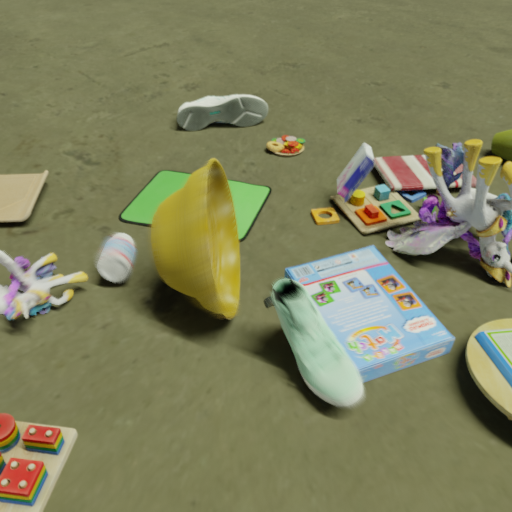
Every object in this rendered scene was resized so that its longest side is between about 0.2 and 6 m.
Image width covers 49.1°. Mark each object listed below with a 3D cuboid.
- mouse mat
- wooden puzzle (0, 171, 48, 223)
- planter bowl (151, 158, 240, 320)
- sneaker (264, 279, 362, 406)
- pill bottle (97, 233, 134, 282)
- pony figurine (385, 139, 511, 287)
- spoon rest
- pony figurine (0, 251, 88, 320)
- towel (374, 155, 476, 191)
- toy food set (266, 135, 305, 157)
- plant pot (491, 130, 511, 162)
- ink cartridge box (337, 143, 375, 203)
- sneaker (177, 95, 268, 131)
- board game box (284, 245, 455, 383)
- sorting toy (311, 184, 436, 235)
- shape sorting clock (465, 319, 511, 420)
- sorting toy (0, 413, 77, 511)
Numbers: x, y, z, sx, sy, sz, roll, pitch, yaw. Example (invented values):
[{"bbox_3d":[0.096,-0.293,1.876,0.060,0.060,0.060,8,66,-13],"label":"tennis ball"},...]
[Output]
[{"bbox_3d":[-1.379,-1.260,13.296,3.090,0.116,2.487,12,39,13],"label":"mouse mat"},{"bbox_3d":[-6.127,-1.308,13.166,2.186,0.407,2.022,-6,38,0],"label":"wooden puzzle"},{"bbox_3d":[-1.108,-0.243,9.907,1.175,2.821,2.821,-5,37,9],"label":"planter bowl"},{"bbox_3d":[0.820,1.271,8.586,0.780,1.251,2.120,-31,48,-5],"label":"sneaker"},{"bbox_3d":[-2.749,-0.009,11.127,0.608,0.608,1.118,-2,28,-3],"label":"pill bottle"},{"bbox_3d":[4.101,-0.871,11.155,2.287,2.746,2.651,-27,29,-20],"label":"pony figurine"},{"bbox_3d":[5.273,-0.552,11.192,0.806,1.321,2.658,-24,52,-36],"label":"spoon rest"},{"bbox_3d":[-4.204,0.502,10.255,1.574,1.358,1.631,29,31,19],"label":"pony figurine"},{"bbox_3d":[4.212,-2.082,14.113,2.261,0.257,1.628,-4,36,-8],"label":"towel"},{"bbox_3d":[0.838,-3.052,15.492,0.999,0.243,0.989,17,40,21],"label":"toy food set"},{"bbox_3d":[6.901,-2.904,14.771,1.192,1.115,1.115,16,38,40],"label":"plant pot"},{"bbox_3d":[2.208,-1.877,12.562,0.244,1.107,1.127,31,28,-9],"label":"ink cartridge box"},{"bbox_3d":[-1.016,-4.417,16.703,2.730,0.960,1.094,-5,35,-6],"label":"sneaker"},{"bbox_3d":[1.918,0.948,10.013,1.955,0.473,2.585,-14,42,-17],"label":"board game box"},{"bbox_3d":[2.762,-1.199,12.943,3.030,0.413,1.706,-14,40,-18],"label":"sorting toy"},{"bbox_3d":[4.712,1.941,8.744,2.828,0.555,2.828,2,33,-1],"label":"shape sorting clock"},{"bbox_3d":[-3.393,2.805,7.698,1.351,0.473,1.359,5,38,7],"label":"sorting toy"}]
